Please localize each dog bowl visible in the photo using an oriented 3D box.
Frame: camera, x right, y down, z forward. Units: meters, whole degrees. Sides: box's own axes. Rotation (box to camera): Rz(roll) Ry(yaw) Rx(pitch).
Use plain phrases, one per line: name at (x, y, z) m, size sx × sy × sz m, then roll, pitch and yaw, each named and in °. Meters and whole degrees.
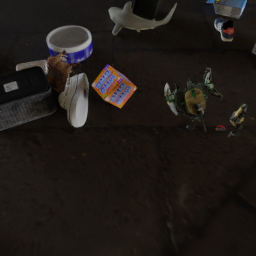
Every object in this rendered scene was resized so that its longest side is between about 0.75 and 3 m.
dog bowl at (-2.350, -3.422, 11.411) m, size 1.767 × 0.696 × 1.767 m, roll -1°, pitch 48°, yaw 1°

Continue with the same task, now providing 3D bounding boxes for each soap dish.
soap dish at (-3.481, -2.004, 10.370) m, size 1.218 × 0.495 × 0.959 m, roll -12°, pitch 51°, yaw -10°

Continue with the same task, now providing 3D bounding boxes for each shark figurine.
shark figurine at (0.441, -5.024, 12.460) m, size 3.168 × 1.322 × 1.893 m, roll 11°, pitch 52°, yaw 11°

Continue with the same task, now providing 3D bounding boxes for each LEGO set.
LEGO set at (2.220, -0.648, 8.489) m, size 2.879 × 0.816 × 1.870 m, roll 40°, pitch 79°, yaw -17°

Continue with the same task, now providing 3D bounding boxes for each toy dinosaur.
toy dinosaur at (-2.576, -2.191, 10.239) m, size 1.220 × 0.772 × 1.800 m, roll -29°, pitch 64°, yaw -31°

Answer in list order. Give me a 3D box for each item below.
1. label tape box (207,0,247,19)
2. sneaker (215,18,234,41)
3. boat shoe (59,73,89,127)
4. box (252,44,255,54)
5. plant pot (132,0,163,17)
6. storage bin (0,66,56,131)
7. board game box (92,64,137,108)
label tape box at (4.823, -6.048, 13.786) m, size 1.690 × 0.559 × 1.211 m, roll 20°, pitch 52°, yaw 19°
sneaker at (4.339, -4.580, 12.420) m, size 0.633 × 0.713 × 1.688 m, roll -4°, pitch 49°, yaw -4°
boat shoe at (-1.849, -0.931, 9.282) m, size 0.849 × 0.863 × 2.433 m, roll -10°, pitch 48°, yaw 8°
box at (6.015, -3.459, 11.412) m, size 1.541 × 0.781 × 0.867 m, roll -26°, pitch 56°, yaw -21°
plant pot at (1.030, -6.068, 13.435) m, size 1.095 × 1.234 × 1.231 m, roll 26°, pitch 53°, yaw 8°
storage bin at (-3.636, -1.009, 9.189) m, size 2.177 × 1.020 × 1.472 m, roll -20°, pitch 53°, yaw -17°
board game box at (-0.462, -1.373, 9.299) m, size 0.896 × 0.897 × 0.897 m, roll -51°, pitch 52°, yaw 12°
